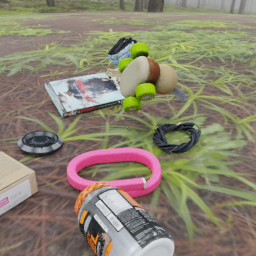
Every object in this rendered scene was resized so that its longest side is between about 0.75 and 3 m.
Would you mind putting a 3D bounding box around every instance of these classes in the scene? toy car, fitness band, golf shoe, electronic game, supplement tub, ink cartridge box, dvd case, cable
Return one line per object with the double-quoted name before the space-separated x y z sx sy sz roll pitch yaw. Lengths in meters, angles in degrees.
"toy car" 0.996 -1.605 9.762 2.266 1.788 1.861 4 68 -27
"fitness band" -0.364 1.171 7.689 2.567 0.480 1.843 -3 28 -8
"golf shoe" -0.630 -2.075 13.533 0.557 0.677 1.433 -21 36 -35
"electronic game" -2.857 0.473 9.157 1.409 0.293 1.409 5 25 -2
"supplement tub" -0.176 1.965 5.419 1.215 1.215 1.983 -18 32 -30
"ink cartridge box" -3.465 1.480 6.848 1.551 0.707 1.883 22 35 33
"dvd case" -1.848 -1.528 12.225 2.921 0.322 2.133 -16 50 -27
"cable" 1.590 0.240 9.404 1.572 0.490 1.927 11 31 20

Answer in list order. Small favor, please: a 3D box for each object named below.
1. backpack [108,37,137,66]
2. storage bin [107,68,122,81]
"backpack" -0.299 -3.302 12.176 1.012 0.954 1.240 17 43 35
"storage bin" -0.331 -3.078 15.490 1.224 0.578 1.233 16 33 27
